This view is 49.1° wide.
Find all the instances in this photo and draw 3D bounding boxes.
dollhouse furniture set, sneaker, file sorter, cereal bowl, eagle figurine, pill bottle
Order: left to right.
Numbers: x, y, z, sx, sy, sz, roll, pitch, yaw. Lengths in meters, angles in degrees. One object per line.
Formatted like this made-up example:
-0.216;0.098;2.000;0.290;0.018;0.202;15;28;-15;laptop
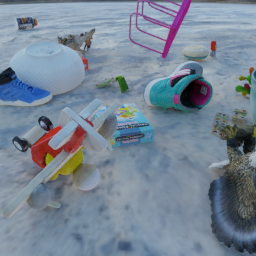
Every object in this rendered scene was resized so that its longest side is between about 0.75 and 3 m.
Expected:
-3.531;-1.353;8.996;2.037;1.133;0.782;1;29;2;sneaker
-7.734;-7.987;21.326;1.578;0.838;0.838;-20;35;-31;pill bottle
-3.037;-2.406;10.399;2.805;1.168;2.805;2;39;-1;cereal bowl
-0.560;-1.576;10.390;1.279;0.494;0.639;1;30;44;dollhouse furniture set
0.990;-3.392;8.012;1.280;1.419;2.042;24;73;5;file sorter
2.024;-1.373;8.932;1.707;1.182;2.826;21;43;41;sneaker
2.279;0.939;4.854;1.832;1.822;2.415;-30;52;30;eagle figurine

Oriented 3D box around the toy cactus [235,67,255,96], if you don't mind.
4.656;-1.349;9.451;1.848;0.945;1.525;0;37;-18;toy cactus

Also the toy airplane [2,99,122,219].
-1.016;0.463;5.193;2.331;1.645;2.321;-33;16;7;toy airplane

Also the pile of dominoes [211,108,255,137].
2.963;-0.117;7.681;1.223;0.250;1.569;12;30;20;pile of dominoes

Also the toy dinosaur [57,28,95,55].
-2.921;-4.386;14.680;2.603;1.117;1.764;-9;21;6;toy dinosaur

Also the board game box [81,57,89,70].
-3.153;-2.741;12.218;2.274;0.458;1.740;-26;38;-38;board game box

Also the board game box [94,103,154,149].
-0.168;-0.126;7.553;1.245;0.387;1.649;-8;30;-15;board game box

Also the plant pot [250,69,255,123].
4.054;-0.303;6.511;2.547;1.707;2.547;0;29;0;plant pot

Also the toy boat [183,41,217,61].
3.662;-3.694;13.771;1.739;0.808;1.462;-19;29;-17;toy boat
